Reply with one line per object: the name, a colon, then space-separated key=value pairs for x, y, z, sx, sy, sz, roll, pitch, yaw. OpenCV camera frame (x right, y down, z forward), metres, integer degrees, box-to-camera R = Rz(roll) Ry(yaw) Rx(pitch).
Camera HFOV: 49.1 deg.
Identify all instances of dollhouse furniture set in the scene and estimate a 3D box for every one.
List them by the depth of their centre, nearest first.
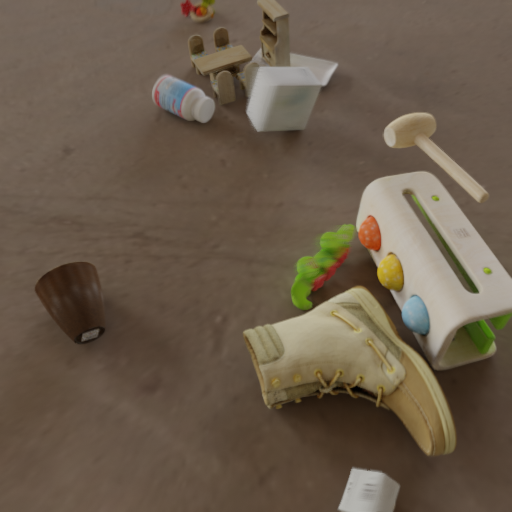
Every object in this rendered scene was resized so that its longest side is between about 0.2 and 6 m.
dollhouse furniture set: x=-0.372 y=-4.817 z=12.901 sx=2.133 sy=1.417 sz=1.869 roll=-22 pitch=52 yaw=-12

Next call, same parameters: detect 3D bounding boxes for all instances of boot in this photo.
boot: x=1.152 y=1.738 z=7.562 sx=2.109 sy=0.987 sz=2.713 roll=-17 pitch=50 yaw=-15

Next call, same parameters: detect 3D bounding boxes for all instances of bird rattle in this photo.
bird rattle: x=-1.559 y=-6.746 z=15.354 sx=0.963 sy=0.543 sz=0.785 roll=-17 pitch=67 yaw=-11

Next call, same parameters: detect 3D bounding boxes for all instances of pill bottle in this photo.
pill bottle: x=-1.574 y=-3.393 z=12.237 sx=1.310 sy=0.712 sz=0.712 roll=30 pitch=55 yaw=24

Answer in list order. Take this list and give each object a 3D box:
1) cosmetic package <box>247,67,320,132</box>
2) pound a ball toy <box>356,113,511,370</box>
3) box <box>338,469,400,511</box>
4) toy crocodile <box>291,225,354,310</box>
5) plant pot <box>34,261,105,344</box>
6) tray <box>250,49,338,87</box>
cosmetic package: x=0.550 y=-3.240 z=11.617 sx=1.141 sy=1.138 sz=0.702 roll=-8 pitch=54 yaw=-24
pound a ball toy: x=2.512 y=-0.296 z=8.530 sx=1.445 sy=2.219 sz=3.402 roll=-12 pitch=51 yaw=-11
box: x=1.350 y=2.890 z=6.695 sx=0.349 sy=0.533 sz=0.531 roll=40 pitch=59 yaw=-19
toy crocodile: x=1.120 y=0.141 z=9.228 sx=0.545 sy=0.596 sz=1.765 roll=33 pitch=59 yaw=21
plant pot: x=-2.716 y=0.783 z=8.541 sx=0.971 sy=0.971 sz=1.039 roll=-23 pitch=66 yaw=-19
tray: x=0.861 y=-4.504 z=13.536 sx=2.023 sy=0.224 sz=1.086 roll=17 pitch=50 yaw=15
